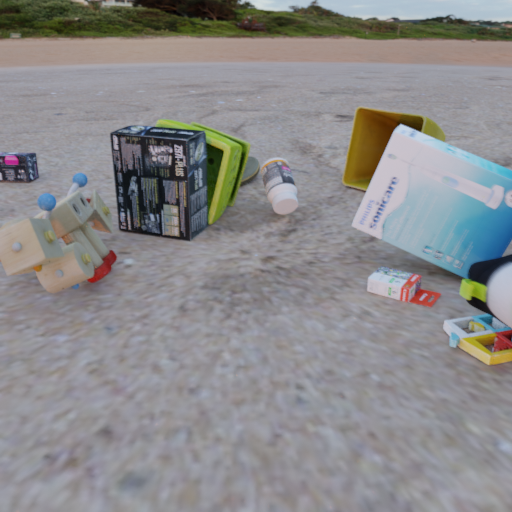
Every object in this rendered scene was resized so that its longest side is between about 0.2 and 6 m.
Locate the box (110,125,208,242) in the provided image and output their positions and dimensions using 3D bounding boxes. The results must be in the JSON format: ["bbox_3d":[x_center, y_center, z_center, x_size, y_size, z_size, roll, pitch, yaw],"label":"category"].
[{"bbox_3d":[-1.752,-1.363,10.318,1.543,1.884,0.811,8,25,18],"label":"box"}]

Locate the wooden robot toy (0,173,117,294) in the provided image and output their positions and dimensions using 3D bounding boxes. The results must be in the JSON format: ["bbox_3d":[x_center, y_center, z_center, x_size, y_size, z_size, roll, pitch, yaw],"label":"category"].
[{"bbox_3d":[-3.148,-0.109,8.314,1.553,1.508,3.423,-24,17,4],"label":"wooden robot toy"}]

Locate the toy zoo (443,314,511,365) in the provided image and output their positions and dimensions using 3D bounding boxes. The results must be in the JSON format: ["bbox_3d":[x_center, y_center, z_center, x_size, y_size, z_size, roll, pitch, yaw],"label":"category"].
[{"bbox_3d":[3.019,1.012,7.052,1.353,0.138,0.888,-7,24,-18],"label":"toy zoo"}]

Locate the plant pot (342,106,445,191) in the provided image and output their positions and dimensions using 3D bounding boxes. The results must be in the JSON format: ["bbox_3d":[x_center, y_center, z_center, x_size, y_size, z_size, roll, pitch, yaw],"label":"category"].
[{"bbox_3d":[3.328,-2.358,12.977,1.609,1.825,1.825,-6,21,-44],"label":"plant pot"}]

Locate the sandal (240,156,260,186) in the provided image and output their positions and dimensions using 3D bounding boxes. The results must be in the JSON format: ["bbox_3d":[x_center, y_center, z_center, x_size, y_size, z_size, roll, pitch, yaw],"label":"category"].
[{"bbox_3d":[-1.015,-2.069,13.285,1.193,0.802,2.970,22,32,40],"label":"sandal"}]

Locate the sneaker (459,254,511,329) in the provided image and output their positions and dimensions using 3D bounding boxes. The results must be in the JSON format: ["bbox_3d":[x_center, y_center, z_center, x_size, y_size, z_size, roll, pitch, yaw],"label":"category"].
[{"bbox_3d":[3.885,0.257,6.983,3.486,1.250,1.443,0,12,-36],"label":"sneaker"}]

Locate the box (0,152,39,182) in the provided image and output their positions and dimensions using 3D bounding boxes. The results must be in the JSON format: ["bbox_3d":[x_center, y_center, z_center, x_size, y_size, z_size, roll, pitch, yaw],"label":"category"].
[{"bbox_3d":[-5.935,-2.175,13.714,0.997,0.659,0.572,2,20,6],"label":"box"}]

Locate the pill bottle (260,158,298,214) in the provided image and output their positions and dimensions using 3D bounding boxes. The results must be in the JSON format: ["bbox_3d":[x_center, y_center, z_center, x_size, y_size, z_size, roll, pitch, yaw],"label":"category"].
[{"bbox_3d":[0.480,-1.403,11.287,0.620,0.620,1.065,-6,57,-13],"label":"pill bottle"}]

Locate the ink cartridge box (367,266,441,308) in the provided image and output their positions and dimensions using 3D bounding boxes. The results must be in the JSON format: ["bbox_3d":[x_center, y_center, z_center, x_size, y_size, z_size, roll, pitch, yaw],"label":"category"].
[{"bbox_3d":[2.183,0.445,8.241,0.963,0.242,0.524,15,28,31],"label":"ink cartridge box"}]

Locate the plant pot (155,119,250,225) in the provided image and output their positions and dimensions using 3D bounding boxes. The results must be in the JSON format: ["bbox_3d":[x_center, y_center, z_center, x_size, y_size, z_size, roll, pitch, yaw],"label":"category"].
[{"bbox_3d":[-1.120,-1.797,11.400,1.665,1.673,1.519,23,24,15],"label":"plant pot"}]

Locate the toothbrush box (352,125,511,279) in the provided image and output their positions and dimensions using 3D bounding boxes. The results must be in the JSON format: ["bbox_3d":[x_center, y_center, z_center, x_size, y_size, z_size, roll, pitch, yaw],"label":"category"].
[{"bbox_3d":[2.850,-0.813,8.659,2.228,1.631,0.950,24,25,9],"label":"toothbrush box"}]
